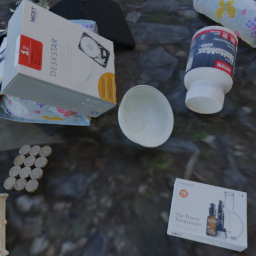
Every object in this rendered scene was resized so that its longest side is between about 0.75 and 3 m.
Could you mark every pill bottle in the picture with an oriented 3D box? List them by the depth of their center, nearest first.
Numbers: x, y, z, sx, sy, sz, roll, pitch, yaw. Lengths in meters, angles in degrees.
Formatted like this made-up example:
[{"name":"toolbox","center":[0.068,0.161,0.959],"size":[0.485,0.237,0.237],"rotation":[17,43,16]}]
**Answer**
[{"name":"pill bottle","center":[2.271,-1.573,7.787],"size":[1.297,1.297,2.168],"rotation":[11,69,8]}]

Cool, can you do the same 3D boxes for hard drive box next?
[{"name":"hard drive box","center":[-1.294,-1.268,5.620],"size":[2.072,0.796,1.615],"rotation":[13,63,-40]}]

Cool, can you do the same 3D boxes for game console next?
[{"name":"game console","center":[-1.378,-3.485,9.829],"size":[2.396,1.586,2.724],"rotation":[-29,55,17]}]

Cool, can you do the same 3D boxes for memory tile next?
[{"name":"memory tile","center":[-2.396,0.947,6.740],"size":[0.931,0.102,1.215],"rotation":[1,55,18]}]

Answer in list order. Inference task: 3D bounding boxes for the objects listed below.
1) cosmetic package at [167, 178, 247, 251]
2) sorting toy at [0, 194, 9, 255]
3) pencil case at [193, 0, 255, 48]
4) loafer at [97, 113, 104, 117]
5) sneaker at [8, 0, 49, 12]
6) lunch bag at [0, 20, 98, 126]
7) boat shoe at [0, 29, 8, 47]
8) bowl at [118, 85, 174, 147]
[{"name":"cosmetic package","center":[1.726,1.846,6.082],"size":[1.573,0.406,1.186],"rotation":[10,53,7]},{"name":"sorting toy","center":[-3.196,2.104,5.866],"size":[1.183,0.702,1.314],"rotation":[-22,56,8]},{"name":"pencil case","center":[3.644,-3.984,9.597],"size":[1.342,1.229,2.958],"rotation":[-12,50,-44]},{"name":"loafer","center":[-0.848,-0.808,7.929],"size":[0.381,0.334,1.061],"rotation":[-1,54,-2]},{"name":"sneaker","center":[-3.735,-4.739,10.290],"size":[1.576,0.910,0.591],"rotation":[5,55,3]},{"name":"lunch bag","center":[-2.350,-1.513,7.478],"size":[2.953,1.878,2.505],"rotation":[3,60,11]},{"name":"boat shoe","center":[-3.755,-2.979,9.205],"size":[1.904,0.713,0.589],"rotation":[-11,55,-6]},{"name":"bowl","center":[0.343,-0.245,7.149],"size":[1.567,0.704,1.567],"rotation":[7,76,-28]}]
